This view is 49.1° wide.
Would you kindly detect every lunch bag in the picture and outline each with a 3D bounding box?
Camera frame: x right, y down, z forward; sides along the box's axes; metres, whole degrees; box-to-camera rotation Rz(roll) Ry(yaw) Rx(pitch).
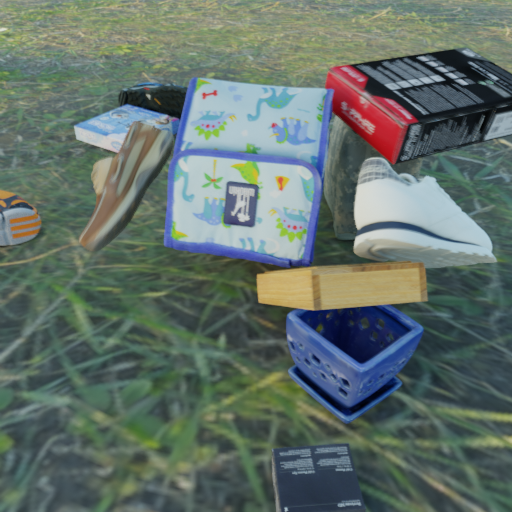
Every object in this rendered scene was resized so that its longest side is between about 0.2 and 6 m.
[{"bbox_3d":[-0.083,-1.285,8.992,2.379,1.783,2.798,8,74,9],"label":"lunch bag"},{"bbox_3d":[2.185,-1.925,11.089,1.615,2.253,2.747,0,36,-4],"label":"lunch bag"}]

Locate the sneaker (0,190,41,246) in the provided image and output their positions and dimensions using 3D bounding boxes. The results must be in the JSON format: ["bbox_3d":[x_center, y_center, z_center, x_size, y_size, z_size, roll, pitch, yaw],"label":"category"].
[{"bbox_3d":[-5.410,-0.614,10.583,2.386,0.926,1.337,-9,30,-31],"label":"sneaker"}]

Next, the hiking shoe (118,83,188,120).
[{"bbox_3d":[-2.597,-4.613,16.120,2.681,0.997,1.162,10,37,14],"label":"hiking shoe"}]

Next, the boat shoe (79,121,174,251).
[{"bbox_3d":[-2.303,-1.207,9.374,0.892,0.940,2.484,30,67,-5],"label":"boat shoe"}]

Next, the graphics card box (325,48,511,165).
[{"bbox_3d":[2.981,-2.641,9.468,3.164,0.805,1.985,-18,48,-24],"label":"graphics card box"}]

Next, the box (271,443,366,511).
[{"bbox_3d":[0.653,2.576,6.172,0.908,0.473,0.827,-2,33,-3],"label":"box"}]

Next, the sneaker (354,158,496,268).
[{"bbox_3d":[2.460,-0.485,7.846,1.135,1.196,2.970,-16,-20,41],"label":"sneaker"}]

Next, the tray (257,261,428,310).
[{"bbox_3d":[1.003,0.399,7.801,1.412,0.530,2.862,-4,-1,-12],"label":"tray"}]

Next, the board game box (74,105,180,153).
[{"bbox_3d":[-3.382,-3.363,14.811,1.958,0.425,1.948,21,41,27],"label":"board game box"}]

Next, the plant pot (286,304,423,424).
[{"bbox_3d":[1.219,1.303,7.353,1.312,1.179,1.311,-22,40,-35],"label":"plant pot"}]
